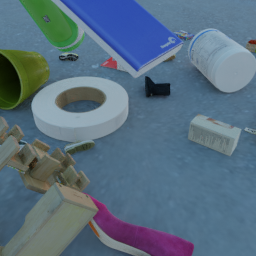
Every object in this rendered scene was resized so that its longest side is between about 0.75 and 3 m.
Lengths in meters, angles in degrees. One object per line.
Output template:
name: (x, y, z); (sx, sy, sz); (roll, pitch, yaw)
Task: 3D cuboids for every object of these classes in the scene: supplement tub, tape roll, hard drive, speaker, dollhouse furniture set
supplement tub: (3.372, -2.549, 10.337); (1.596, 1.596, 2.419); (-8, 38, -10)
tape roll: (-1.454, -0.699, 8.769); (2.992, 0.547, 2.992); (0, 38, 0)
hard drive: (-0.220, -2.633, 6.923); (2.877, 0.365, 1.898); (45, 53, 10)
speaker: (-2.288, -3.526, 8.053); (1.260, 2.849, 1.260); (-7, 62, 14)
dollhouse furniture set: (-1.826, 1.247, 5.310); (1.479, 1.951, 2.226); (-49, 48, 1)

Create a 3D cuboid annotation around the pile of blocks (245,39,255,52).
pile of blocks: (6.210, -3.613, 12.528); (0.819, 0.620, 1.995); (-26, 45, -30)

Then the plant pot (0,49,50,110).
plant pot: (-3.665, -1.808, 9.403); (1.905, 1.905, 1.834); (15, 28, 19)

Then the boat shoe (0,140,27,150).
boat shoe: (-3.073, 0.399, 7.499); (1.045, 0.349, 0.384); (10, 38, 12)

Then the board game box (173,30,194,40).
board game box: (2.852, -4.792, 14.445); (0.638, 0.162, 0.942); (-25, 44, -29)

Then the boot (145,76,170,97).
boot: (1.043, -1.475, 9.894); (0.880, 0.400, 1.047); (-3, 44, 2)

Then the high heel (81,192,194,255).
high heel: (0.054, 1.801, 5.218); (1.112, 0.781, 2.319); (-37, 55, -25)

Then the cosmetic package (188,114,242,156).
cosmetic package: (2.320, 0.167, 7.576); (1.236, 0.639, 0.539); (25, 44, 28)

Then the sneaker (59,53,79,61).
sneaker: (-2.544, -3.127, 12.136); (0.858, 0.335, 0.387); (4, 35, 6)

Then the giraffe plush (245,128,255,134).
giraffe plush: (4.380, -0.377, 7.407); (2.080, 1.686, 1.794); (9, 38, 12)

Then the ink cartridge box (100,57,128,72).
ink cartridge box: (0.005, -3.014, 11.907); (1.704, 0.432, 1.934); (17, 40, 20)

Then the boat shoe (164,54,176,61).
boat shoe: (1.584, -3.006, 12.011); (0.954, 0.353, 0.317); (-1, 51, 1)

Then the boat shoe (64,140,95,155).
boat shoe: (-1.298, 0.457, 7.466); (0.805, 0.301, 0.275); (-15, 46, -17)
